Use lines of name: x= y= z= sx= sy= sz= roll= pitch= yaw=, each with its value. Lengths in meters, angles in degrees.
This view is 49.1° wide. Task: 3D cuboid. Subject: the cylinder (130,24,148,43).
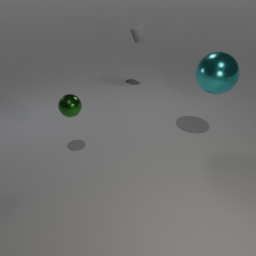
cylinder: x=0.550 y=-4.574 z=13.551 sx=0.700 sy=0.700 sz=0.700 roll=-18 pitch=28 yaw=10

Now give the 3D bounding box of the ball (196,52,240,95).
ball: x=2.972 y=-1.819 z=9.337 sx=1.400 sy=1.400 sz=1.400 roll=0 pitch=29 yaw=0

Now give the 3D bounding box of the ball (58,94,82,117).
ball: x=-1.744 y=-0.670 z=8.434 sx=0.700 sy=0.700 sz=0.700 roll=0 pitch=29 yaw=0
